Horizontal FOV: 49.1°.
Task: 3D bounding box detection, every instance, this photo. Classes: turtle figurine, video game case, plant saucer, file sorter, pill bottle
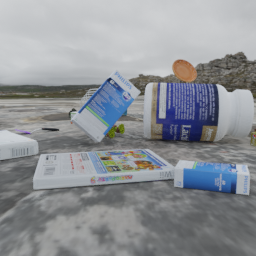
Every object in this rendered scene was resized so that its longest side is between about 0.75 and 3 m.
[{"bbox_3d":[-0.916,-0.018,9.446,1.430,0.571,1.774,17,14,43],"label":"turtle figurine"},{"bbox_3d":[-0.492,0.724,5.397,2.393,0.216,1.714,-2,8,-13],"label":"video game case"},{"bbox_3d":[2.191,-2.222,11.008,1.073,1.073,0.201,-3,-25,-23],"label":"plant saucer"},{"bbox_3d":[-1.721,-1.281,14.724,1.218,1.093,1.755,-2,26,10],"label":"file sorter"},{"bbox_3d":[2.002,-0.470,8.368,2.975,1.722,1.722,2,8,8],"label":"pill bottle"}]

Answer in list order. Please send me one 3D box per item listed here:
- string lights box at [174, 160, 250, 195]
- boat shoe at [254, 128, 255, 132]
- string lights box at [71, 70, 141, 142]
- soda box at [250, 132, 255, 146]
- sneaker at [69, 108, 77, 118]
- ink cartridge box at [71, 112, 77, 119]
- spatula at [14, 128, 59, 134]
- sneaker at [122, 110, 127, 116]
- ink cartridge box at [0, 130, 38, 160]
[{"bbox_3d":[1.357,0.778,4.563,1.122,0.331,0.577,3,8,19],"label":"string lights box"},{"bbox_3d":[4.992,0.035,10.008,0.879,0.309,0.310,4,11,32],"label":"boat shoe"},{"bbox_3d":[-0.629,-0.627,8.079,0.991,1.928,0.568,42,-14,-12],"label":"string lights box"},{"bbox_3d":[4.020,0.300,7.833,1.172,0.375,0.397,-3,8,-21],"label":"soda box"},{"bbox_3d":[-2.790,-0.818,15.330,0.930,0.533,0.356,3,10,6],"label":"sneaker"},{"bbox_3d":[-1.898,-0.481,13.036,0.833,0.476,1.605,-7,11,-43],"label":"ink cartridge box"},{"bbox_3d":[-3.243,0.088,10.141,1.578,0.162,0.446,-5,11,-34],"label":"spatula"},{"bbox_3d":[-0.625,-1.049,16.263,0.782,0.741,1.937,2,6,26],"label":"sneaker"},{"bbox_3d":[-3.453,0.429,6.717,1.872,0.410,1.890,-7,13,-43],"label":"ink cartridge box"}]
